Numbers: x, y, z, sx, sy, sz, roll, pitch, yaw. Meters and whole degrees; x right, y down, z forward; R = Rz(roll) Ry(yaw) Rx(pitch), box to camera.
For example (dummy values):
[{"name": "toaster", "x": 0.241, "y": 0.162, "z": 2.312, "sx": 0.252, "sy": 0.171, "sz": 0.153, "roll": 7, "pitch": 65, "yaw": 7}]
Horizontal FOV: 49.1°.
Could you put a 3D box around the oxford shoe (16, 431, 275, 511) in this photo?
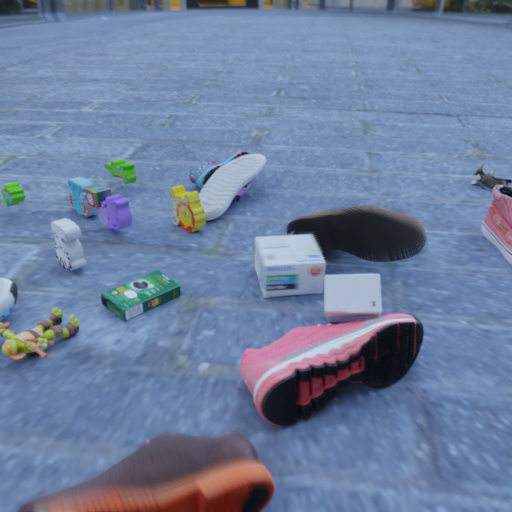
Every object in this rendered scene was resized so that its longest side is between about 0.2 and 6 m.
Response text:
[{"name": "oxford shoe", "x": -0.964, "y": 1.991, "z": 4.744, "sx": 2.155, "sy": 0.767, "sz": 0.782, "roll": -1, "pitch": 31, "yaw": -25}]

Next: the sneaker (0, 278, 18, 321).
[{"name": "sneaker", "x": -4.602, "y": 0.476, "z": 6.974, "sx": 2.969, "sy": 1.287, "sz": 1.113, "roll": -7, "pitch": 29, "yaw": -15}]

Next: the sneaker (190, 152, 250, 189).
[{"name": "sneaker", "x": -0.746, "y": -1.875, "z": 11.857, "sx": 0.758, "sy": 0.629, "sz": 1.587, "roll": 22, "pitch": 36, "yaw": 37}]

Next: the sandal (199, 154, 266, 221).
[{"name": "sandal", "x": -0.534, "y": -1.290, "z": 10.938, "sx": 0.887, "sy": 0.536, "sz": 2.181, "roll": 12, "pitch": 45, "yaw": 32}]

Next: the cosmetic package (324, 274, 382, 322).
[{"name": "cosmetic package", "x": 1.177, "y": 0.547, "z": 6.900, "sx": 0.649, "sy": 0.456, "sz": 1.279, "roll": -1, "pitch": -11, "yaw": 8}]

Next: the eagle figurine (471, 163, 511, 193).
[{"name": "eagle figurine", "x": 4.879, "y": -1.578, "z": 11.612, "sx": 0.716, "sy": 0.540, "sz": 0.543, "roll": 43, "pitch": 88, "yaw": 12}]

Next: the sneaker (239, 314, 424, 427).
[{"name": "sneaker", "x": 0.867, "y": 1.031, "z": 6.393, "sx": 2.328, "sy": 0.858, "sz": 1.010, "roll": -14, "pitch": 30, "yaw": -25}]

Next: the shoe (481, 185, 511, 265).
[{"name": "shoe", "x": 4.305, "y": -0.429, "z": 8.967, "sx": 0.699, "sy": 0.890, "sz": 1.956, "roll": -4, "pitch": 29, "yaw": -8}]

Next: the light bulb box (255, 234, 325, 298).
[{"name": "light bulb box", "x": 0.477, "y": 0.134, "z": 8.293, "sx": 0.893, "sy": 0.562, "sz": 0.900, "roll": -3, "pitch": 30, "yaw": -7}]

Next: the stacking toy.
[{"name": "stacking toy", "x": -2.830, "y": -0.892, "z": 10.076, "sx": 2.462, "sy": 0.767, "sz": 3.266, "roll": -21, "pitch": 33, "yaw": -36}]

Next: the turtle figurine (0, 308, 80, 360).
[{"name": "turtle figurine", "x": -2.683, "y": 1.017, "z": 6.873, "sx": 1.247, "sy": 0.402, "sz": 1.006, "roll": 6, "pitch": 19, "yaw": 33}]

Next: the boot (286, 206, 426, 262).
[{"name": "boot", "x": 1.621, "y": -0.463, "z": 8.664, "sx": 2.359, "sy": 0.868, "sz": 0.890, "roll": 5, "pitch": 26, "yaw": 45}]

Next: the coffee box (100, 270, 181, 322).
[{"name": "coffee box", "x": -1.611, "y": 0.549, "z": 7.910, "sx": 0.970, "sy": 0.213, "sz": 0.596, "roll": -26, "pitch": 38, "yaw": -37}]
